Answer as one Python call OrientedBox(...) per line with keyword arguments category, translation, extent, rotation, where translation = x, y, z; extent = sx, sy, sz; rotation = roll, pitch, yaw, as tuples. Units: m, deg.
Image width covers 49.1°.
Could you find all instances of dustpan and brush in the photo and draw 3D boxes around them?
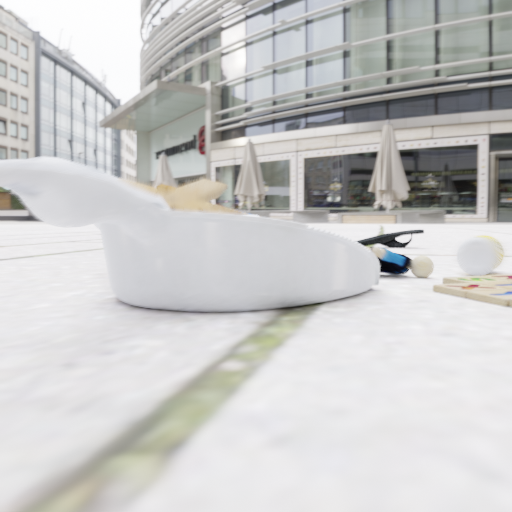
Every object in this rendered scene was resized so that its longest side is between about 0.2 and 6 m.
OrientedBox(category="dustpan and brush", translation=(-0.569, -0.108, 4.382), extent=(2.533, 1.039, 3.629), rotation=(2, 4, 23))

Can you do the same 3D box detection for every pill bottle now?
OrientedBox(category="pill bottle", translation=(2.842, -0.019, 7.044), extent=(0.471, 0.471, 0.840), rotation=(2, 6, 31))

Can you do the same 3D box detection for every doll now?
OrientedBox(category="doll", translation=(1.447, 0.075, 6.778), extent=(1.358, 0.329, 0.927), rotation=(3, -12, 25))

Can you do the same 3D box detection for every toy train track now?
OrientedBox(category="toy train track", translation=(-0.398, -0.240, 6.330), extent=(3.351, 0.545, 1.922), rotation=(17, 26, 25))

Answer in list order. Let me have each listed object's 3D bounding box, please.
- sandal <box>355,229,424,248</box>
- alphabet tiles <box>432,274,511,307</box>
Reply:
OrientedBox(category="sandal", translation=(3.028, -0.316, 12.735), extent=(1.582, 0.379, 0.595), rotation=(-12, 4, 4))
OrientedBox(category="alphabet tiles", translation=(3.292, 0.319, 5.124), extent=(2.936, 0.093, 2.443), rotation=(-1, 4, -18))
